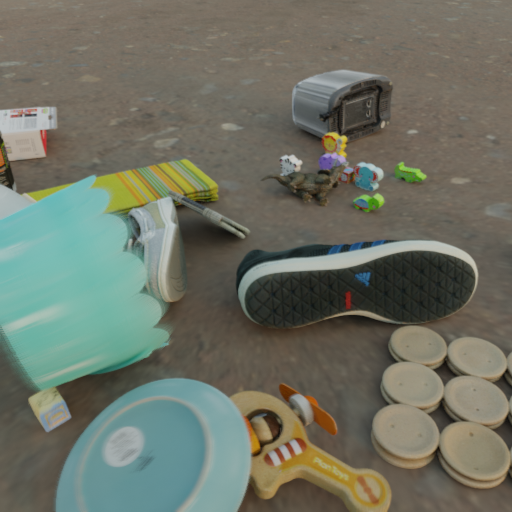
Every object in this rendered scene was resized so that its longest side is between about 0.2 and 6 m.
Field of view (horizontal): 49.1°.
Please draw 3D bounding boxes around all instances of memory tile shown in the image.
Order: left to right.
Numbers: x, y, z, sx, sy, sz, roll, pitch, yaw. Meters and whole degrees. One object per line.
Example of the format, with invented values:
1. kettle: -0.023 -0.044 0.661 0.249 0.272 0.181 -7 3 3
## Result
1. memory tile: 2.872 1.782 6.428 2.883 0.242 2.210 10 35 14

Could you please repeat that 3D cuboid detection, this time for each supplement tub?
1. supplement tub: -5.231 -1.844 10.582 1.008 1.645 1.008 0 33 0

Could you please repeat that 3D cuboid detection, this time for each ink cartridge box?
1. ink cartridge box: -5.284 -2.846 12.955 1.421 0.679 1.618 -9 35 -14

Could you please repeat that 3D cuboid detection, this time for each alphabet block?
1. alphabet block: -2.354 1.741 6.394 0.318 0.320 0.325 -28 43 -31

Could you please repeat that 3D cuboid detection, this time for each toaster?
1. toaster: 1.974 -3.618 13.513 2.489 1.414 1.608 -25 38 -29

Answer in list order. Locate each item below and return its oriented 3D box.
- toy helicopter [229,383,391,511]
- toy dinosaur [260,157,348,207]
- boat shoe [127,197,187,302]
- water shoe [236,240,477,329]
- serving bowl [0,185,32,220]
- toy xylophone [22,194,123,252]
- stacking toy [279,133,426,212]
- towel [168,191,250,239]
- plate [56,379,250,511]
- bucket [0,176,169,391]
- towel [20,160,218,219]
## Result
1. toy helicopter: 0.474 1.965 5.690 1.924 0.759 1.272 23 44 22
2. toy dinosaur: 0.983 -1.394 10.976 1.806 0.695 0.924 -8 23 -2
3. boat shoe: -1.590 -0.129 8.678 0.882 1.014 2.752 -11 31 -5
4. water shoe: 1.398 0.186 7.954 3.397 1.215 1.341 -2 25 -9
5. serving bowl: -3.680 -0.097 7.688 2.196 2.196 0.722 9 53 13
6. toy xylophone: -2.907 -0.411 8.651 1.398 0.480 1.909 26 -2 -39
7. stacking toy: 1.934 -1.774 11.458 2.489 0.585 1.877 26 42 32
8. towel: -0.791 -0.680 9.513 1.175 0.211 1.220 28 3 25
9. plate: -1.027 1.981 5.289 1.979 0.253 1.979 -12 45 12
10. bucket: -2.128 0.354 6.462 1.476 2.268 2.268 -24 40 -17
11. towel: -2.974 -1.033 10.608 4.250 0.384 1.829 -16 32 -21
